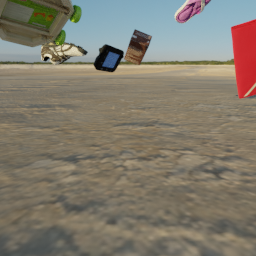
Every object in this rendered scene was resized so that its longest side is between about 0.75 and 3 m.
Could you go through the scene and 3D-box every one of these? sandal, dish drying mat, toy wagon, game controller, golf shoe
[{"bbox_3d":[2.455,-4.421,10.147,0.807,0.487,1.983,16,-28,-19],"label":"sandal"},{"bbox_3d":[3.037,-1.650,6.935,0.772,2.009,0.183,-15,38,11],"label":"dish drying mat"},{"bbox_3d":[-2.032,-2.759,6.273,1.949,0.497,2.512,3,-28,-40],"label":"toy wagon"},{"bbox_3d":[-0.777,-2.907,11.871,0.440,1.091,2.092,25,15,16],"label":"game controller"},{"bbox_3d":[-2.285,-2.607,9.964,1.837,0.868,0.714,14,3,21],"label":"golf shoe"}]

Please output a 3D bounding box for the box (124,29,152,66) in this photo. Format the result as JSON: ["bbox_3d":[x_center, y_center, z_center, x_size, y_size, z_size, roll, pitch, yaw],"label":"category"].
[{"bbox_3d":[0.312,-2.685,9.431,0.630,0.472,1.259,21,-18,-5],"label":"box"}]
